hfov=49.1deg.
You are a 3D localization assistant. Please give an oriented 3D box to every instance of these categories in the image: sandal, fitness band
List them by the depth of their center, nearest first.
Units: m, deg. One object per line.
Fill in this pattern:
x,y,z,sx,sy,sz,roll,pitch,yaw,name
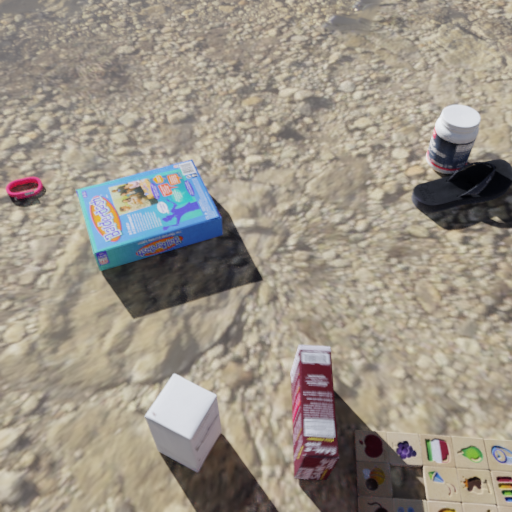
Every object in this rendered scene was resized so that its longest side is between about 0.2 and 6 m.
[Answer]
4.840,-1.659,12.803,2.658,0.569,1.011,-21,53,-17,sandal
-5.392,-1.584,13.034,0.806,0.151,0.579,-13,49,-12,fitness band

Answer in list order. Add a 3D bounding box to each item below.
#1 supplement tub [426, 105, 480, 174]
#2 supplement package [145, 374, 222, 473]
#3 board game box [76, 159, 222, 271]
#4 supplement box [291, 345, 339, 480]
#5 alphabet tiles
4.620,-2.716,13.151,0.976,1.391,0.976,0,50,0,supplement tub
-1.091,2.616,8.697,0.804,1.370,0.801,22,54,18,supplement package
-2.340,-0.952,12.181,2.707,0.609,2.059,-16,52,-13,board game box
0.911,2.498,9.020,0.569,1.018,1.870,4,51,-3,supplement box
2.835,4.173,8.233,2.639,0.119,3.157,3,50,2,alphabet tiles
